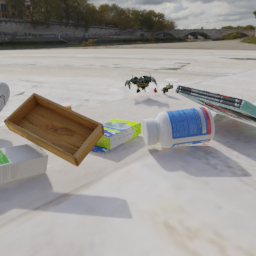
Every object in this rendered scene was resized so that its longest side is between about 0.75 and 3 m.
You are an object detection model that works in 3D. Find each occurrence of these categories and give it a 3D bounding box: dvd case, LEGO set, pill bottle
[{"bbox_3d":[2.742,-0.562,7.683,1.901,0.287,2.604,20,7,-29],"label":"dvd case"},{"bbox_3d":[0.824,-1.871,11.508,2.098,0.595,1.363,8,-15,-41],"label":"LEGO set"},{"bbox_3d":[1.117,0.004,6.411,1.501,0.842,0.842,-7,20,-7],"label":"pill bottle"}]

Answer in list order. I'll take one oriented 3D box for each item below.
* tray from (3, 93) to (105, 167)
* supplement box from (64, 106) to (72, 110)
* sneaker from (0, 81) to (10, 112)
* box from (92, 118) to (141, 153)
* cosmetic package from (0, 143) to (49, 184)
[{"bbox_3d":[-1.407,-0.011,5.333,1.742,0.323,0.859,24,59,21],"label":"tray"},{"bbox_3d":[-2.171,-0.340,8.174,0.385,0.398,1.156,3,20,37],"label":"supplement box"},{"bbox_3d":[-4.188,-0.605,7.160,1.270,0.830,2.210,22,51,17],"label":"sneaker"},{"bbox_3d":[-0.446,0.140,6.867,0.919,0.359,1.508,11,21,33],"label":"box"},{"bbox_3d":[-2.021,0.625,5.104,0.977,0.415,0.526,-13,37,-42],"label":"cosmetic package"}]
